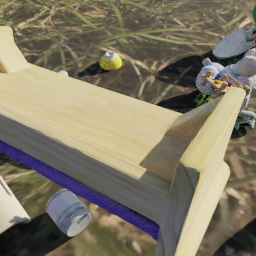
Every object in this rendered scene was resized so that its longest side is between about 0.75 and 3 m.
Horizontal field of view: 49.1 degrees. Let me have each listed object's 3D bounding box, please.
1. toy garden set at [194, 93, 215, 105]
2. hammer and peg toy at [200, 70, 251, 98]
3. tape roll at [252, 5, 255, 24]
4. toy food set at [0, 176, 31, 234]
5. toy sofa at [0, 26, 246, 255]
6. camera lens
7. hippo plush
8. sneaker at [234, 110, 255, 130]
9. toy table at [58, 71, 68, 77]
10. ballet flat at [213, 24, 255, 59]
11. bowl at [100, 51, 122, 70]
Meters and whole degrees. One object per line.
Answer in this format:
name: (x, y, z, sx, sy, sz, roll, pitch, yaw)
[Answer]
toy garden set: (2.534, -0.836, 8.199, 0.910, 0.182, 0.759, 32, 54, 26)
hammer and peg toy: (2.025, -0.868, 5.836, 0.971, 0.342, 0.714, 3, 36, -34)
tape roll: (5.520, -3.929, 9.679, 2.236, 0.537, 2.236, 2, 64, -4)
toy food set: (-3.607, 1.864, 5.345, 2.743, 0.829, 1.968, -34, 67, -26)
toy sofa: (-0.603, 0.083, 2.635, 2.926, 1.428, 1.212, 21, 35, 23)
camera lens: (-1.189, 1.648, 5.534, 0.626, 0.626, 0.783, -34, 55, -28)
hippo plush: (2.785, -1.564, 7.844, 1.565, 1.550, 1.946, 20, 40, 24)
sneaker: (2.853, -0.212, 7.495, 1.163, 0.447, 0.515, 6, 64, 12)
toy table: (-2.060, -0.409, 7.000, 2.145, 1.256, 1.972, 12, 47, 16)
ballet flat: (4.172, -3.227, 10.012, 2.627, 0.912, 0.912, -19, 49, -17)
bowl: (-0.586, -2.335, 9.474, 0.754, 0.406, 0.754, 0, 46, 0)
